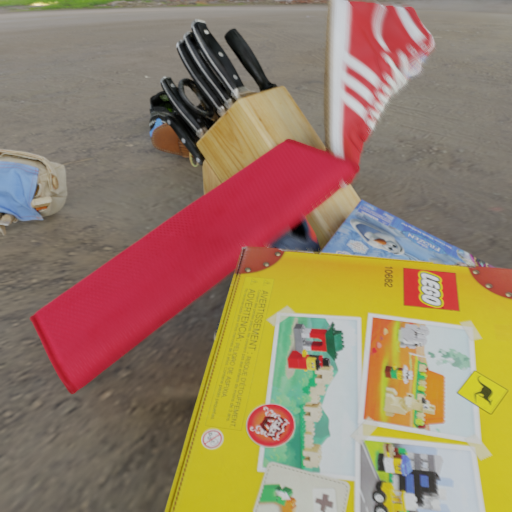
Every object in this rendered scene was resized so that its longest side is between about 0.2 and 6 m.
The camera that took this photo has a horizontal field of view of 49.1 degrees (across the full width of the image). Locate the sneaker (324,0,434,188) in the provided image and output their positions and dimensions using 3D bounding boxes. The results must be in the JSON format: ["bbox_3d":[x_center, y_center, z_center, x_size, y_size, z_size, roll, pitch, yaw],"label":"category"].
[{"bbox_3d":[1.956,-2.599,9.005,1.704,3.029,1.079,1,0,3],"label":"sneaker"}]

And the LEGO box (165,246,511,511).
[{"bbox_3d":[0.876,1.666,4.563,2.676,1.386,3.593,6,44,9],"label":"LEGO box"}]

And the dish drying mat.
[{"bbox_3d":[-0.825,-0.097,7.678,4.638,0.422,1.781,-37,36,-15],"label":"dish drying mat"}]

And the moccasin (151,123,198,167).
[{"bbox_3d":[-1.213,-2.697,13.554,2.731,0.999,1.054,13,22,3],"label":"moccasin"}]

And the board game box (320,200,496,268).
[{"bbox_3d":[2.119,0.324,7.953,2.356,0.511,2.345,28,38,12],"label":"board game box"}]

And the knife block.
[{"bbox_3d":[0.196,-2.055,9.639,4.108,3.606,1.314,22,36,32],"label":"knife block"}]

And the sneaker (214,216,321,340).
[{"bbox_3d":[0.112,0.224,7.872,1.026,1.157,2.738,-4,27,27],"label":"sneaker"}]

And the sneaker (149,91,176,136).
[{"bbox_3d":[-2.433,-4.145,15.813,0.960,1.122,2.709,3,30,1],"label":"sneaker"}]

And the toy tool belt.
[{"bbox_3d":[-4.782,-1.158,10.262,2.403,1.501,1.477,-2,21,-2],"label":"toy tool belt"}]
